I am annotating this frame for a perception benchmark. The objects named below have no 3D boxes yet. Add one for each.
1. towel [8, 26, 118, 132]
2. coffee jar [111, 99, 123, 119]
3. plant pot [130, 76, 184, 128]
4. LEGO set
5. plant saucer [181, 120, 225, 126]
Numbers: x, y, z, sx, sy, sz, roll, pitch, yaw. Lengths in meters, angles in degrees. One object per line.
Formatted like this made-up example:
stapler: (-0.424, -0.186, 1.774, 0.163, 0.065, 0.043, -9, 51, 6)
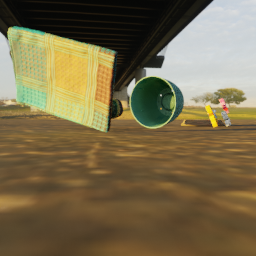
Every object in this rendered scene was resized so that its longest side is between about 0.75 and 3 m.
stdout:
towel: (-1.408, -0.994, 5.796, 2.431, 1.783, 0.264, 19, 33, 17)
coffee jar: (-0.846, -0.604, 8.857, 0.787, 0.644, 1.508, -14, -6, 36)
plant pot: (0.537, -0.416, 4.532, 0.802, 0.802, 0.643, 1, 5, 34)
LEGO set: (2.825, -0.532, 8.940, 0.618, 0.665, 1.620, -24, 11, 22)
plant saucer: (2.871, -0.199, 10.806, 1.635, 0.241, 1.635, -1, 3, 0)
